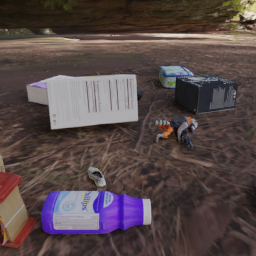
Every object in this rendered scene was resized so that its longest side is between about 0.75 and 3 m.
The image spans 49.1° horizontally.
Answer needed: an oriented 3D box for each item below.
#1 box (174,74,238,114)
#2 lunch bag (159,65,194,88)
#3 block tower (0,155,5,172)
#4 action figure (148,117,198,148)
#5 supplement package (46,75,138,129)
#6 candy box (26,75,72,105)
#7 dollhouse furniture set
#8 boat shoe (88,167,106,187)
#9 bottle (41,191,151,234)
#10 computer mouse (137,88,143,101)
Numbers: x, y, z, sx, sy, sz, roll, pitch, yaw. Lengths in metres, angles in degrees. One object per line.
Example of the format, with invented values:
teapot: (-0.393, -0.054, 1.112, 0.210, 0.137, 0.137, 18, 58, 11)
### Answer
box: (3.160, -1.453, 11.583, 1.813, 1.143, 1.845, -10, 25, -18)
lunch bag: (2.576, -2.747, 14.977, 1.688, 0.866, 2.100, 2, 24, -3)
block tower: (-3.914, 1.198, 5.916, 2.465, 0.712, 0.666, -19, 30, -36)
action figure: (1.489, 0.033, 8.599, 1.445, 0.781, 1.494, -12, 25, -6)
supplement package: (-1.243, -0.971, 9.545, 2.837, 1.554, 1.614, -6, 12, -14)
candy box: (-3.046, -1.705, 12.569, 1.840, 0.785, 2.194, 11, 26, 24)
dollhouse furniture set: (-2.400, 1.715, 4.191, 0.870, 1.152, 2.140, 4, 30, 16)
boat shoe: (-0.747, 1.112, 6.665, 0.288, 0.250, 0.780, -10, 25, -22)
bottle: (-0.554, 1.544, 5.165, 1.930, 0.630, 0.806, 0, 23, 0)
computer mouse: (-0.487, -1.383, 11.920, 2.629, 0.447, 0.771, -13, 60, -27)
